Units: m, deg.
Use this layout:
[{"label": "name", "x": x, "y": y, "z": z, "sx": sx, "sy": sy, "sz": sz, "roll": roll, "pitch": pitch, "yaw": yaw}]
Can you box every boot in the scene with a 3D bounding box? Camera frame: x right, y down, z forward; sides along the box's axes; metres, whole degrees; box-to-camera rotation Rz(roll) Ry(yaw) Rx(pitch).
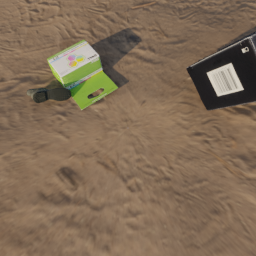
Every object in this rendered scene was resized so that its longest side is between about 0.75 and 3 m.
[{"label": "boot", "x": -2.562, "y": -1.164, "z": 9.060, "sx": 1.285, "sy": 0.435, "sz": 0.839, "roll": -11, "pitch": 28, "yaw": -28}]

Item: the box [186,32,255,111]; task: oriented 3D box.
[{"label": "box", "x": 3.725, "y": -1.904, "z": 7.997, "sx": 2.784, "sy": 2.738, "sz": 1.635, "roll": -30, "pitch": 97, "yaw": -18}]

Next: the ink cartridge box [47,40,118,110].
[{"label": "ink cartridge box", "x": -1.492, "y": -1.811, "z": 9.300, "sx": 1.506, "sy": 0.772, "sz": 2.037, "roll": -33, "pitch": 60, "yaw": -13}]
